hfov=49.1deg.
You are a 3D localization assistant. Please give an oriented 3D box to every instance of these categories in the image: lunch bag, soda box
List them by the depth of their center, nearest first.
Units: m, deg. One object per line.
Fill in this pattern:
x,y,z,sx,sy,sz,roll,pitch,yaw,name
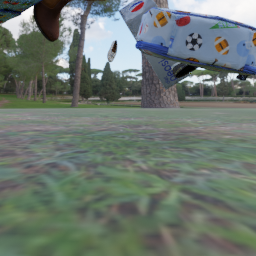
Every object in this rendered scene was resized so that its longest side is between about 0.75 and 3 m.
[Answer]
1.423,-1.692,5.737,2.490,0.941,1.995,13,13,-8,lunch bag
-3.354,-3.223,7.105,1.908,0.897,1.436,-23,9,30,lunch bag
0.893,-2.530,8.549,0.980,0.910,2.870,-30,-44,11,soda box

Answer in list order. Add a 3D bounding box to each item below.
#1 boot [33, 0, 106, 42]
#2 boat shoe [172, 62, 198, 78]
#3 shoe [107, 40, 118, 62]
-1.501,-3.396,7.501,2.131,2.006,0.730,4,18,22,boot
1.722,-1.682,7.391,1.159,0.349,0.413,-25,-34,26,boat shoe
-0.579,-2.957,10.728,0.315,0.902,0.241,17,-10,-24,shoe
